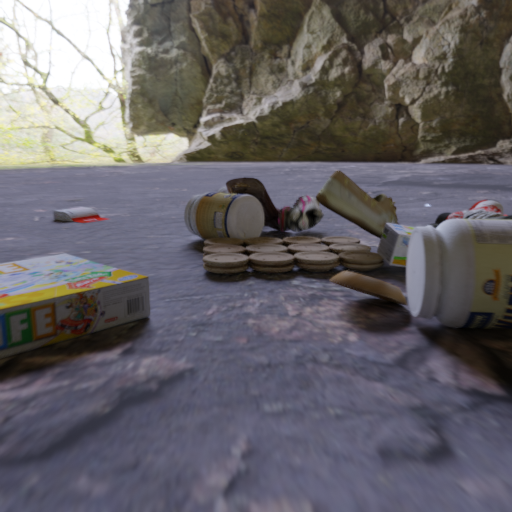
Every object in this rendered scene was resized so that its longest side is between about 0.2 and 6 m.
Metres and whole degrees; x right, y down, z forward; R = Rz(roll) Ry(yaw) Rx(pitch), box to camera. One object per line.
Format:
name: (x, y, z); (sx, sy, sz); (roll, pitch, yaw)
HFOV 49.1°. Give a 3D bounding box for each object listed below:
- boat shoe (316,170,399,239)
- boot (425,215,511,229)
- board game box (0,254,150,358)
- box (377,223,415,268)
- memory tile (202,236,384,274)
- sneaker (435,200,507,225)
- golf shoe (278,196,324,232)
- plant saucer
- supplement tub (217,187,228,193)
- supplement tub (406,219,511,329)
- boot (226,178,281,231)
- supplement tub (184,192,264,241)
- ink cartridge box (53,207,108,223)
boat shoe: (2.233, -0.822, 10.482); (2.262, 0.751, 0.837); (28, 2, -17)
boot: (3.444, -0.157, 9.308); (1.949, 1.010, 2.984); (1, 4, 30)
board game box: (-3.055, 0.580, 6.350); (2.051, 0.522, 3.051); (11, 16, 42)
box: (2.611, -0.128, 9.085); (1.060, 0.537, 0.596); (8, 20, -13)
memory tile: (0.565, -0.041, 9.975); (3.037, 0.255, 2.328); (-1, 12, -6)
sneaker: (4.920, -0.667, 11.785); (2.267, 0.757, 1.215); (-13, 18, -35)
golf shoe: (1.175, -0.907, 12.738); (0.843, 0.665, 1.832); (9, 23, 22)
plant saucer: (1.455, 0.391, 7.181); (1.028, 0.182, 1.028); (19, -3, 1)
supplement tub: (-0.464, -1.394, 14.925); (0.850, 0.850, 1.289); (-8, 14, -34)
supplement tub: (2.674, 0.205, 6.373); (1.723, 1.249, 1.249); (1, 12, 5)
boot: (-0.327, -1.234, 12.594); (1.888, 0.651, 2.025); (9, -14, 27)
supplement tub: (-0.678, -0.785, 11.563); (1.453, 1.049, 1.049); (10, 15, 39)
ink cartridge box: (-4.642, -1.096, 14.928); (1.173, 0.335, 0.954); (3, 11, 32)
